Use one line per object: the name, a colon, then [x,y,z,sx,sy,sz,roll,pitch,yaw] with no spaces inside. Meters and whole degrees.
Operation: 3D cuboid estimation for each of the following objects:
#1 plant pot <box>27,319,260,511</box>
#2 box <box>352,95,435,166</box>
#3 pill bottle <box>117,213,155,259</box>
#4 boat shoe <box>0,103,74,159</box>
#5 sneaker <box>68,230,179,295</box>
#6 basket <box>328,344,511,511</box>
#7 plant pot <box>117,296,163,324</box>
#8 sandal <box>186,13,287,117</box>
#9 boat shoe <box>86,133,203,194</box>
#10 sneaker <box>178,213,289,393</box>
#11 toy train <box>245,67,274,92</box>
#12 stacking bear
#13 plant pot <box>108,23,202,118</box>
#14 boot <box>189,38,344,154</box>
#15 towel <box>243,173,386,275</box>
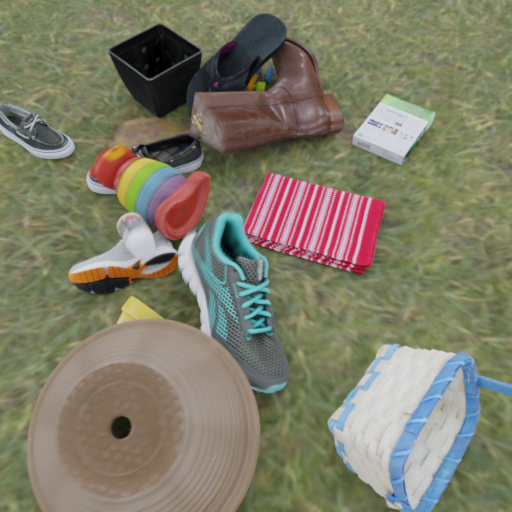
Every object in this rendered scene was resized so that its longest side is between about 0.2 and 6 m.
plant pot: [-1.515,2.180,6.989,3.089,1.426,3.089,-1,68,4]
box: [2.843,-2.624,11.547,1.134,0.286,1.571,29,61,19]
pill bottle: [-1.933,-0.322,9.061,0.461,0.461,0.793,-24,42,-16]
boat shoe: [-4.509,-2.516,11.219,1.868,0.662,0.673,23,58,15]
sneaker: [-2.259,0.060,9.473,1.804,0.683,0.830,-13,48,-18]
basket: [2.382,2.283,7.001,2.483,1.727,2.189,16,51,47]
plant pot: [-1.820,1.158,8.577,0.818,0.818,0.769,31,76,20]
sandal: [-0.455,-3.943,11.422,1.120,0.713,2.980,32,75,6]
boat shoe: [-2.145,-1.842,10.742,2.293,0.649,0.787,-18,57,-13]
sneaker: [-0.250,0.598,8.344,1.130,1.329,2.914,-11,62,-38]
toy train: [-0.218,-3.690,12.132,0.926,0.678,1.601,19,56,-4]
stacking bear: [-1.969,-1.241,9.796,2.040,1.160,1.239,32,62,18]
plant pot: [-2.040,-3.805,11.788,1.403,1.244,1.399,-39,64,-24]
boot: [-0.115,-3.299,11.278,3.074,0.987,2.865,-15,58,-23]
towel: [1.059,-0.659,10.151,2.377,0.267,1.719,16,55,11]
